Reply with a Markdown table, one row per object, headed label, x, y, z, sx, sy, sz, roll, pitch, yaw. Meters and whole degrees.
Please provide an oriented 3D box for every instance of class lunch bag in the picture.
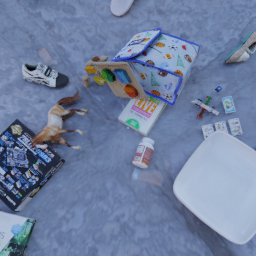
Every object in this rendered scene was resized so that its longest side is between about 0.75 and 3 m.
| label | x | y | z | sx | sy | sz | roll | pitch | yaw |
| --- | --- | --- | --- | --- | --- | --- | --- | --- | --- |
| lunch bag | 0.879 | -2.238 | 9.354 | 2.439 | 1.510 | 2.073 | 24 | 50 | 12 |

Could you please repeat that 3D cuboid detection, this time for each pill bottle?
| label | x | y | z | sx | sy | sz | roll | pitch | yaw |
| --- | --- | --- | --- | --- | --- | --- | --- | --- | --- |
| pill bottle | 0.526 | 0.797 | 9.052 | 0.513 | 0.513 | 0.914 | 20 | 73 | 7 |

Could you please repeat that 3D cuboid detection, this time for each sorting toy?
| label | x | y | z | sx | sy | sz | roll | pitch | yaw |
| --- | --- | --- | --- | --- | --- | --- | --- | --- | --- |
| sorting toy | -0.461 | -1.438 | 8.759 | 2.158 | 1.608 | 0.289 | 14 | 61 | 45 |

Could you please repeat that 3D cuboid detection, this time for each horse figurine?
| label | x | y | z | sx | sy | sz | roll | pitch | yaw |
| --- | --- | --- | --- | --- | --- | --- | --- | --- | --- |
| horse figurine | -2.172 | -0.191 | 9.230 | 1.523 | 0.573 | 2.298 | 6 | 59 | -1 |

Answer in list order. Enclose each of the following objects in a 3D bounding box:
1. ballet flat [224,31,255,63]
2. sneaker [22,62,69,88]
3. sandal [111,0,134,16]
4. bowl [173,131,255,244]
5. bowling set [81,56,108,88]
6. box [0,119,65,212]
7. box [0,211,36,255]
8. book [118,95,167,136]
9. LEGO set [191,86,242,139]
| label | x | y | z | sx | sy | sz | roll | pitch | yaw |
| --- | --- | --- | --- | --- | --- | --- | --- | --- | --- |
| ballet flat | 4.286 | -2.851 | 10.266 | 0.599 | 0.606 | 1.781 | 44 | 78 | 4 |
| sneaker | -2.900 | -1.897 | 9.788 | 1.645 | 0.728 | 0.610 | 9 | 57 | -5 |
| sandal | 0.227 | -5.721 | 11.171 | 1.109 | 0.830 | 2.896 | 32 | 95 | 18 |
| bowl | 2.928 | 1.753 | 8.479 | 2.657 | 0.992 | 2.653 | 38 | 75 | 13 |
| bowling set | -1.108 | -2.205 | 9.902 | 1.525 | 0.819 | 1.062 | -27 | 74 | -9 |
| box | -3.515 | 1.139 | 8.927 | 2.156 | 0.536 | 2.140 | 38 | 75 | 12 |
| box | -3.680 | 3.487 | 8.230 | 1.360 | 0.342 | 1.884 | 12 | 73 | 4 |
| book | 0.585 | -0.697 | 9.663 | 1.129 | 0.406 | 1.689 | 30 | 75 | 14 |
| LEGO set | 3.018 | -0.503 | 9.658 | 1.340 | 0.440 | 1.794 | -13 | 83 | -5 |
